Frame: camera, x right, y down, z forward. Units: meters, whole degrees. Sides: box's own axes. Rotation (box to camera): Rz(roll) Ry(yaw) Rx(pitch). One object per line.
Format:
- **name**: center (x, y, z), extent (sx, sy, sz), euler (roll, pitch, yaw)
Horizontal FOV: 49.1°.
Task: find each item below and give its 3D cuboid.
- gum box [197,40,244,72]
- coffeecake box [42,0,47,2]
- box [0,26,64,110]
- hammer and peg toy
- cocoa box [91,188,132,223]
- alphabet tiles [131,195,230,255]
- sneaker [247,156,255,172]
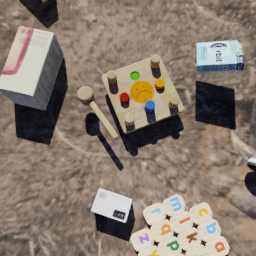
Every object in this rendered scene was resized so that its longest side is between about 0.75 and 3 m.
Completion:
- **gum box**: center (2.635, -2.089, 8.123), extent (1.259, 0.281, 1.070), euler (-1, 51, 14)
- **coffeecake box**: center (-3.340, -5.345, 9.596), extent (0.583, 1.226, 1.597), euler (-43, 79, -10)
- **box**: center (-2.923, -1.796, 8.620), extent (1.137, 1.335, 2.088), euler (13, 76, 3)
- **hammer and peg toy**: center (0.062, -0.859, 8.565), extent (2.836, 1.000, 2.086), euler (-22, 78, -6)
- **cocoa box**: center (-0.439, 2.191, 7.933), extent (1.005, 0.659, 0.670), euler (18, 76, 5)
- **alphabet tiles**: center (1.453, 3.256, 7.904), extent (2.460, 0.184, 2.515), euler (-23, 77, -5)
- **sneaker**: center (4.770, 0.859, 8.065), extent (2.455, 1.026, 1.482), euler (20, 81, -3)
